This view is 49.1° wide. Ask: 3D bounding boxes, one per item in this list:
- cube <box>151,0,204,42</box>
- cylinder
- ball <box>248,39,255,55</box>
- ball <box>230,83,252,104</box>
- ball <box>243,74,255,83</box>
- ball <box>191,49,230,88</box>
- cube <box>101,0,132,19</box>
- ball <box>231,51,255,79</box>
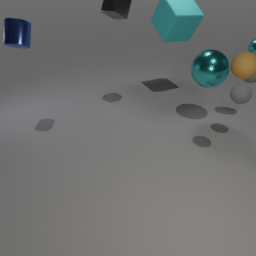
[{"bbox_3d":[2.056,-4.672,11.909,1.400,1.400,1.400,-11,64,-25],"label":"cube"},{"bbox_3d":[-3.072,-2.618,7.790,0.700,0.700,0.700,5,7,-1],"label":"cylinder"},{"bbox_3d":[4.533,-2.761,9.706,0.700,0.700,0.700,0,30,0],"label":"ball"},{"bbox_3d":[3.840,-1.162,9.525,0.700,0.700,0.700,0,30,0],"label":"ball"},{"bbox_3d":[4.703,-2.059,10.659,0.700,0.700,0.700,0,30,0],"label":"ball"},{"bbox_3d":[3.051,-2.201,10.430,1.400,1.400,1.400,0,30,0],"label":"ball"},{"bbox_3d":[-0.409,-4.263,9.766,0.700,0.700,0.700,20,8,40],"label":"cube"},{"bbox_3d":[3.029,-1.619,7.250,0.700,0.700,0.700,0,30,0],"label":"ball"}]
